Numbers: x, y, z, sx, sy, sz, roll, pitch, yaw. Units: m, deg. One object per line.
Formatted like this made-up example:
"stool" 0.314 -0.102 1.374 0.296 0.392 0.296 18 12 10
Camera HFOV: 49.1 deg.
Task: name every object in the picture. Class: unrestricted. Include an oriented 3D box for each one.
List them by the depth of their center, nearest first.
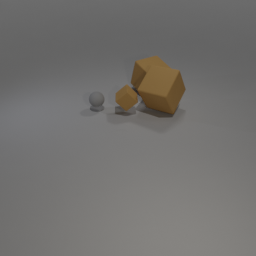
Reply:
"cube" -0.063 -1.311 12.135 0.700 0.700 0.700 -36 31 24
"cube" 1.489 -1.665 12.181 1.400 1.400 1.400 18 71 31
"ball" -1.402 -1.288 12.566 0.700 0.700 0.700 0 32 0
"cube" 1.171 -2.550 14.020 1.400 1.400 1.400 -22 56 -29
